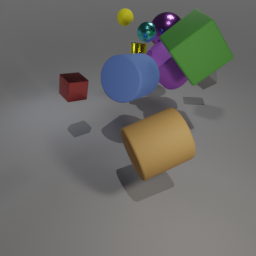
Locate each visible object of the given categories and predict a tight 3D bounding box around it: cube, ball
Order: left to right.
[{"bbox_3d":[-1.771,-1.333,9.095,0.700,0.700,0.700,-14,39,-34],"label":"cube"},{"bbox_3d":[-0.123,-4.724,11.959,0.700,0.700,0.700,0,33,0],"label":"ball"},{"bbox_3d":[0.660,-3.373,9.847,0.700,0.700,0.700,0,33,0],"label":"ball"},{"bbox_3d":[1.532,-3.864,11.147,1.400,1.400,1.400,0,33,0],"label":"ball"},{"bbox_3d":[2.001,-2.424,8.384,1.400,1.400,1.400,-35,33,15],"label":"cube"},{"bbox_3d":[3.282,-2.196,11.904,0.700,0.700,0.700,-26,44,41],"label":"cube"}]

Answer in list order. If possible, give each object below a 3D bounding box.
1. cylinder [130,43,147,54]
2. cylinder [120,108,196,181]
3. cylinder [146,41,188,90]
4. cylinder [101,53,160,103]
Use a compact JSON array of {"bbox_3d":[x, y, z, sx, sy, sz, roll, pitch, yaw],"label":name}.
[{"bbox_3d":[0.466,-3.421,12.482,0.700,0.700,0.700,4,16,-1],"label":"cylinder"},{"bbox_3d":[0.711,0.390,6.945,1.400,1.400,1.400,-23,38,-8],"label":"cylinder"},{"bbox_3d":[1.540,-2.426,10.898,1.400,1.400,1.400,32,11,-40],"label":"cylinder"},{"bbox_3d":[0.091,-1.591,8.749,1.400,1.400,1.400,17,23,24],"label":"cylinder"}]
